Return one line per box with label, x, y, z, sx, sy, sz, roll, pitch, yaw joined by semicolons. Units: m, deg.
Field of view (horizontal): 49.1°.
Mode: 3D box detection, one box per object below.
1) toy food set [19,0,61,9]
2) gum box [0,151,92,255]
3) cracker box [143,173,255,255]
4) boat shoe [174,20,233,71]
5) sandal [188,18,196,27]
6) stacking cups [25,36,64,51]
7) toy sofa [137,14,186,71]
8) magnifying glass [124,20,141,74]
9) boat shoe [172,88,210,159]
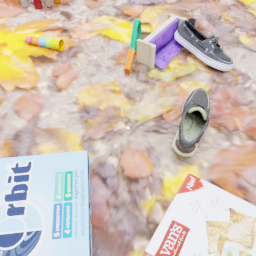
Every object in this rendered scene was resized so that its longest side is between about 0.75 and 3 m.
toy food set;-3.641;-5.300;11.156;1.708;0.769;0.815;5;51;4
gum box;-2.140;1.673;5.434;2.825;0.629;2.400;-5;49;-5
cracker box;1.862;2.208;4.757;2.789;0.804;1.868;25;47;19
boat shoe;2.454;-2.635;8.771;2.177;0.721;0.761;43;48;19
sandal;2.327;-3.776;10.261;0.369;0.208;0.971;4;50;3
stacking cups;-2.836;-2.863;9.424;1.331;0.403;0.403;10;51;13
toy sofa;1.221;-2.785;9.032;0.994;0.844;2.037;29;56;23
magnifying glass;0.164;-2.623;9.030;0.236;0.838;2.104;6;61;9
boat shoe;1.624;-0.246;6.669;0.739;0.679;2.067;24;58;4
